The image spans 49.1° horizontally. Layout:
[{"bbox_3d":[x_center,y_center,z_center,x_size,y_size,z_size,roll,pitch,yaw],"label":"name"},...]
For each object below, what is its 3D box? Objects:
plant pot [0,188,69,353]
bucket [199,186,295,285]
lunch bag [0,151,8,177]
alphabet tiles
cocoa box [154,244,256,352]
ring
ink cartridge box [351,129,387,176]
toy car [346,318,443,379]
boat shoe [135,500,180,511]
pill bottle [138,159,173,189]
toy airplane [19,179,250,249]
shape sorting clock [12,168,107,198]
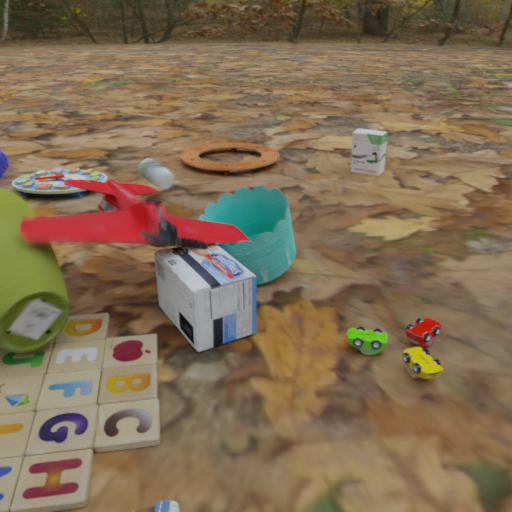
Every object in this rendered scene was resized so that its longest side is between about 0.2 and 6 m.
[{"bbox_3d":[-2.816,0.270,6.194,1.551,1.551,1.658,-21,44,-37],"label":"plant pot"},{"bbox_3d":[-0.086,-0.271,7.718,1.307,0.850,1.307,-11,40,9],"label":"bucket"},{"bbox_3d":[-5.404,-0.915,7.768,2.573,1.928,3.026,11,32,37],"label":"lunch bag"},{"bbox_3d":[-2.672,1.400,5.434,3.420,0.108,2.846,-4,25,-8],"label":"alphabet tiles"},{"bbox_3d":[-0.608,0.432,6.670,0.790,0.803,1.205,-14,29,-27],"label":"cocoa box"},{"bbox_3d":[-0.611,-2.299,13.185,2.315,0.222,2.315,0,24,0],"label":"ring"},{"bbox_3d":[2.466,-2.268,12.284,0.675,0.924,0.390,13,31,28],"label":"ink cartridge box"},{"bbox_3d":[1.507,0.991,6.162,1.025,0.243,1.089,6,25,14],"label":"toy car"},{"bbox_3d":[-0.928,2.281,2.603,0.952,0.950,2.629,0,25,5],"label":"boat shoe"},{"bbox_3d":[-1.920,-1.574,10.767,0.391,0.391,0.692,-21,42,-37],"label":"pill bottle"},{"bbox_3d":[-1.505,-0.555,7.054,2.850,0.524,2.850,8,13,-2],"label":"toy airplane"},{"bbox_3d":[-3.981,-1.550,11.404,1.843,0.362,1.843,0,25,0],"label":"shape sorting clock"}]
